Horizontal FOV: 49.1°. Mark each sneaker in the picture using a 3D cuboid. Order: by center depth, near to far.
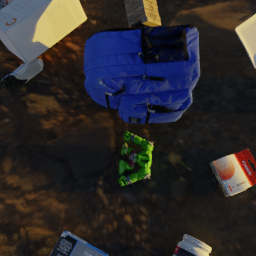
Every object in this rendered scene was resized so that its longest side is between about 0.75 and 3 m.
[{"bbox_3d":[-3.329,-1.715,8.847,1.459,0.524,0.529,-33,36,-5],"label":"sneaker"}]

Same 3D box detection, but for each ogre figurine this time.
[{"bbox_3d":[0.230,0.869,7.717,0.874,0.716,1.459,4,57,14],"label":"ogre figurine"}]

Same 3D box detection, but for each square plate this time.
[{"bbox_3d":[3.693,-2.544,7.743,1.298,0.185,1.286,-37,106,-4],"label":"square plate"}]

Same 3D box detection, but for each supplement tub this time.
[{"bbox_3d":[1.449,3.272,6.737,0.815,0.815,1.161,27,71,10],"label":"supplement tub"}]

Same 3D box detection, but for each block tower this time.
[{"bbox_3d":[0.250,-3.836,7.555,0.636,0.680,2.354,-8,86,-47],"label":"block tower"}]

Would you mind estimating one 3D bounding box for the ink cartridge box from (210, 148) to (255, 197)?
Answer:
[{"bbox_3d":[3.086,1.208,7.795,1.263,0.317,1.024,-21,71,-5],"label":"ink cartridge box"}]

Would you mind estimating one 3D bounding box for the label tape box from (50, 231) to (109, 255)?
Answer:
[{"bbox_3d":[-1.429,3.611,6.747,1.262,0.582,1.761,26,70,9],"label":"label tape box"}]

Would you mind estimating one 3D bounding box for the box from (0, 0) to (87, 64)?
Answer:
[{"bbox_3d":[-2.819,-3.403,8.788,2.458,1.198,1.529,-43,52,-14],"label":"box"}]

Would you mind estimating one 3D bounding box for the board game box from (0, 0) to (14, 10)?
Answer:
[{"bbox_3d":[-4.388,-3.929,9.766,0.833,0.213,1.230,2,70,1],"label":"board game box"}]

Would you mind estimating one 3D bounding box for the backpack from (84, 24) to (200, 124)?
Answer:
[{"bbox_3d":[0.263,-1.411,7.655,2.969,2.413,2.492,1,74,-1],"label":"backpack"}]
